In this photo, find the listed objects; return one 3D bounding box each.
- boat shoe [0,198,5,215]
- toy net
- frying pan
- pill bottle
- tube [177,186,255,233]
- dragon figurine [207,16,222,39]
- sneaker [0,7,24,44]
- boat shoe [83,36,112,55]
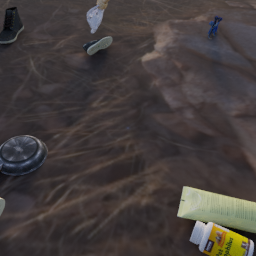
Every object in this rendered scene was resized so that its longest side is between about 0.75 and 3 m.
[{"bbox_3d":[-2.944,1.797,4.848,0.533,0.607,1.705,25,54,26],"label":"boat shoe"},{"bbox_3d":[-0.529,-3.225,6.471,0.397,2.055,1.078,21,30,-25],"label":"toy net"},{"bbox_3d":[-2.763,0.680,6.213,1.918,0.312,1.160,-18,47,-22],"label":"frying pan"},{"bbox_3d":[1.557,1.941,4.715,0.948,0.518,0.518,20,48,20],"label":"pill bottle"},{"bbox_3d":[1.988,1.567,5.172,2.043,0.593,0.530,10,84,14],"label":"tube"},{"bbox_3d":[3.244,-3.831,10.599,0.343,0.580,1.167,23,49,22],"label":"dragon figurine"},{"bbox_3d":[-4.447,-3.816,10.373,0.611,0.868,1.634,3,44,3],"label":"sneaker"},{"bbox_3d":[-1.048,-2.968,9.825,1.167,0.419,0.394,-34,58,-28],"label":"boat shoe"}]
